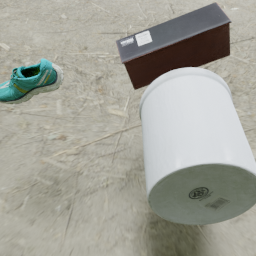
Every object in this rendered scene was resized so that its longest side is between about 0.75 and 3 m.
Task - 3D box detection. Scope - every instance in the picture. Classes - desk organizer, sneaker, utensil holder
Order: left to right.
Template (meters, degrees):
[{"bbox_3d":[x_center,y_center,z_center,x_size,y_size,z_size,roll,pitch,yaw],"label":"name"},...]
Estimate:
[{"bbox_3d":[-1.983,-0.928,5.333,1.551,0.618,0.601,-18,60,20],"label":"sneaker"},{"bbox_3d":[0.935,-1.639,5.753,2.158,0.831,0.774,-19,50,7],"label":"desk organizer"},{"bbox_3d":[1.031,0.272,4.521,1.693,1.693,1.992,1,43,1],"label":"utensil holder"}]
